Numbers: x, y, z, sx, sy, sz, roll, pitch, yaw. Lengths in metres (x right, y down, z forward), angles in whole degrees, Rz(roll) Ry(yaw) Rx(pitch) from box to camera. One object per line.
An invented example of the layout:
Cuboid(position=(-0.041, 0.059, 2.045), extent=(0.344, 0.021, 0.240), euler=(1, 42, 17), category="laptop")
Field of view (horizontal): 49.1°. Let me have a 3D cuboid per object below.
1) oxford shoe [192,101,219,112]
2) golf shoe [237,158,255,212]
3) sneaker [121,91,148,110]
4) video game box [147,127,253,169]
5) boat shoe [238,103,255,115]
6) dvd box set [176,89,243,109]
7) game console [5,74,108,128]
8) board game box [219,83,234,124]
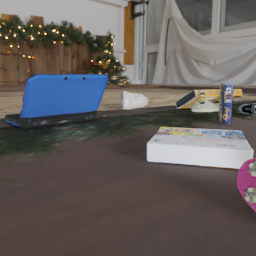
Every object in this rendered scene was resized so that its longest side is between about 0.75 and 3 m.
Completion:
Cuboid(position=(3.558, -0.974, 12.422), extent=(1.669, 0.482, 0.628), euler=(-3, 9, -24), category="oxford shoe")
Cuboid(position=(2.153, 0.813, 2.821), extent=(0.957, 0.788, 2.091), euler=(13, 2, -36), category="golf shoe")
Cuboid(position=(0.340, -1.351, 13.360), extent=(1.137, 0.854, 2.282), euler=(3, 11, 15), category="sneaker")
Cuboid(position=(1.425, 0.340, 5.686), extent=(1.829, 0.428, 1.666), euler=(3, 14, 16), category="video game box")
Cuboid(position=(5.089, -0.746, 11.060), extent=(0.518, 0.549, 1.529), euler=(-7, 10, -32), category="boat shoe")
Cuboid(position=(3.696, -1.337, 12.934), extent=(2.446, 0.360, 1.790), euler=(-3, -12, -19), category="dvd box set")
Cuboid(position=(-2.413, -0.993, 9.383), extent=(2.808, 1.661, 2.397), euler=(-8, 14, -40), category="game console")
Cuboid(position=(3.502, -0.940, 10.078), extent=(0.329, 1.287, 1.900), euler=(2, 12, 15), category="board game box")
